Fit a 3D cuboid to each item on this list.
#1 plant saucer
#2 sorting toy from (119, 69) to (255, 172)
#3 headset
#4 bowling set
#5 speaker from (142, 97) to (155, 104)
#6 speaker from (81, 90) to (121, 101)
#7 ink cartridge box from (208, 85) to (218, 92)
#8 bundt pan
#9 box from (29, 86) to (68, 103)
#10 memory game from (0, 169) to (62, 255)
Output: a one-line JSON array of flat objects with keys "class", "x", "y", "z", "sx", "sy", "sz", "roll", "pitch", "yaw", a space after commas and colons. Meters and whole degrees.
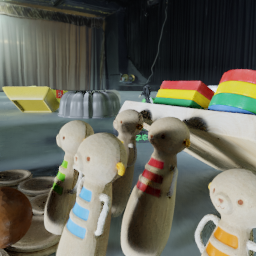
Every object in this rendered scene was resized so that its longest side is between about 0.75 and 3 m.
[{"class": "plant saucer", "x": -3.760, "y": -1.039, "z": 11.093, "sx": 1.797, "sy": 0.435, "sz": 1.797, "roll": 0, "pitch": -19, "yaw": 1}, {"class": "sorting toy", "x": 1.124, "y": 0.058, "z": 2.858, "sx": 1.801, "sy": 0.627, "sz": 1.790, "roll": 29, "pitch": -6, "yaw": -29}, {"class": "headset", "x": 0.395, "y": -0.338, "z": 6.645, "sx": 1.325, "sy": 1.008, "sz": 2.145, "roll": 2, "pitch": 21, "yaw": 9}, {"class": "bowling set", "x": -0.194, "y": 0.325, "z": 1.755, "sx": 1.314, "sy": 1.014, "sz": 1.888, "roll": 12, "pitch": 3, "yaw": -28}, {"class": "speaker", "x": 1.385, "y": -0.642, "z": 9.244, "sx": 1.815, "sy": 0.803, "sz": 0.803, "roll": -2, "pitch": 9, "yaw": -15}, {"class": "speaker", "x": -1.360, "y": -1.335, "z": 13.162, "sx": 0.900, "sy": 0.900, "sz": 2.216, "roll": 8, "pitch": 13, "yaw": 40}, {"class": "ink cartridge box", "x": 1.660, "y": -0.245, "z": 5.521, "sx": 0.688, "sy": 1.174, "sz": 1.625, "roll": 6, "pitch": 11, "yaw": 32}, {"class": "bundt pan", "x": -1.466, "y": -0.961, "z": 10.770, "sx": 2.485, "sy": 0.933, "sz": 2.485, "roll": -1, "pitch": 9, "yaw": 0}, {"class": "box", "x": -3.332, "y": -1.332, "z": 12.477, "sx": 1.087, "sy": 0.724, "sz": 2.889, "roll": 1, "pitch": 0, "yaw": 31}, {"class": "memory game", "x": -1.651, "y": 0.782, "z": 2.400, "sx": 2.487, "sy": 0.158, "sz": 2.487, "roll": 1, "pitch": 9, "yaw": 0}]
